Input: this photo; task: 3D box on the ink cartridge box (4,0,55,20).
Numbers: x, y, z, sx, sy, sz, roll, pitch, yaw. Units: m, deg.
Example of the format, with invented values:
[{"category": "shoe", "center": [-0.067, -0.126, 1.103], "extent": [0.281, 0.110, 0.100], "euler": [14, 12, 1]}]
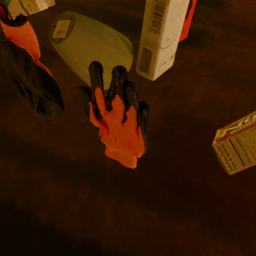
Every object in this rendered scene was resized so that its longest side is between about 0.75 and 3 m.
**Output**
[{"category": "ink cartridge box", "center": [-2.939, -3.800, 8.265], "extent": [1.358, 0.788, 0.461], "euler": [-6, 32, 24]}]

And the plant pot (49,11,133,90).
[{"category": "plant pot", "center": [-1.010, -2.006, 6.907], "extent": [1.641, 1.754, 1.641], "euler": [-10, 71, 30]}]

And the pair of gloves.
[{"category": "pair of gloves", "center": [-0.865, -0.394, 4.242], "extent": [2.702, 2.407, 0.334], "euler": [30, 63, 13]}]

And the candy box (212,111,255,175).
[{"category": "candy box", "center": [2.708, -0.101, 4.887], "extent": [0.659, 2.334, 1.361], "euler": [61, 24, 0]}]

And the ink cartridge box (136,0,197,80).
[{"category": "ink cartridge box", "center": [1.384, -2.869, 7.535], "extent": [0.668, 2.263, 2.828], "euler": [33, 51, 22]}]
